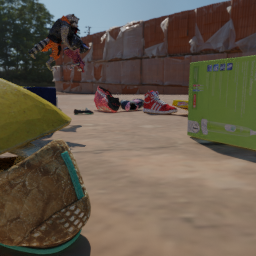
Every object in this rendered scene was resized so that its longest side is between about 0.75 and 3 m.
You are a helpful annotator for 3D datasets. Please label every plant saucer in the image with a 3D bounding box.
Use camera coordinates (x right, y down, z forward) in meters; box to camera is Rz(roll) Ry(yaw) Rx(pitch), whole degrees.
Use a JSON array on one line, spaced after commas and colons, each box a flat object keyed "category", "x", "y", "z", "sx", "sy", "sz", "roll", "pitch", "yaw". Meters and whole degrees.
[{"category": "plant saucer", "x": -2.259, "y": 0.190, "z": 2.287, "sx": 2.608, "sy": 0.632, "sz": 2.607, "roll": -8, "pitch": 13, "yaw": 34}]

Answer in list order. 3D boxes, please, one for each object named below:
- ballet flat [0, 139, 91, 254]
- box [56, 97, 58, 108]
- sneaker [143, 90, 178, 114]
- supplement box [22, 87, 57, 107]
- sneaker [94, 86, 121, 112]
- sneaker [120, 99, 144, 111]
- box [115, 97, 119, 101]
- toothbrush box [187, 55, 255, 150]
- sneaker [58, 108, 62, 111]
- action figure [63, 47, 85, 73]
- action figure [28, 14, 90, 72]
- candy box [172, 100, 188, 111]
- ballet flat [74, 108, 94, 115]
[{"category": "ballet flat", "x": -1.732, "y": 0.390, "z": 2.656, "sx": 2.958, "sy": 0.966, "sz": 1.043, "roll": 1, "pitch": 12, "yaw": 14}, {"category": "box", "x": -3.863, "y": -0.906, "z": 12.016, "sx": 1.210, "sy": 0.845, "sz": 1.590, "roll": 1, "pitch": 8, "yaw": 9}, {"category": "sneaker", "x": 1.515, "y": -1.250, "z": 13.486, "sx": 1.969, "sy": 1.107, "sz": 0.701, "roll": 8, "pitch": 11, "yaw": 42}, {"category": "supplement box", "x": -3.385, "y": -0.548, "z": 8.061, "sx": 2.342, "sy": 1.283, "sz": 1.275, "roll": 4, "pitch": 8, "yaw": 22}, {"category": "sneaker", "x": -1.193, "y": -1.302, "z": 15.114, "sx": 0.930, "sy": 1.094, "sz": 2.523, "roll": 22, "pitch": 17, "yaw": -33}, {"category": "sneaker", "x": 0.407, "y": -1.202, "z": 15.408, "sx": 1.862, "sy": 0.653, "sz": 0.764, "roll": -11, "pitch": 30, "yaw": -42}, {"category": "box", "x": -1.002, "y": -1.492, "z": 16.723, "sx": 0.894, "sy": 0.662, "sz": 0.466, "roll": -3, "pitch": 8, "yaw": -24}, {"category": "toothbrush box", "x": 2.610, "y": -0.593, "z": 6.289, "sx": 1.110, "sy": 1.878, "sz": 2.579, "roll": -4, "pitch": 8, "yaw": -29}, {"category": "sneaker", "x": -2.755, "y": -0.470, "z": 9.877, "sx": 0.978, "sy": 0.515, "sz": 1.354, "roll": -11, "pitch": 18, "yaw": -1}, {"category": "action figure", "x": -1.959, "y": -2.667, "z": 10.827, "sx": 0.863, "sy": 1.159, "sz": 0.777, "roll": -40, "pitch": 28, "yaw": -14}, {"category": "action figure", "x": -2.031, "y": -2.636, "z": 8.406, "sx": 1.872, "sy": 1.811, "sz": 0.979, "roll": 36, "pitch": 0, "yaw": 42}, {"category": "candy box", "x": 3.127, "y": -0.851, "z": 12.198, "sx": 1.369, "sy": 0.354, "sz": 2.678, "roll": 14, "pitch": 3, "yaw": -19}, {"category": "ballet flat", "x": -2.072, "y": -0.805, "z": 13.148, "sx": 0.959, "sy": 0.350, "sz": 0.350, "roll": -2, "pitch": 8, "yaw": -15}]
